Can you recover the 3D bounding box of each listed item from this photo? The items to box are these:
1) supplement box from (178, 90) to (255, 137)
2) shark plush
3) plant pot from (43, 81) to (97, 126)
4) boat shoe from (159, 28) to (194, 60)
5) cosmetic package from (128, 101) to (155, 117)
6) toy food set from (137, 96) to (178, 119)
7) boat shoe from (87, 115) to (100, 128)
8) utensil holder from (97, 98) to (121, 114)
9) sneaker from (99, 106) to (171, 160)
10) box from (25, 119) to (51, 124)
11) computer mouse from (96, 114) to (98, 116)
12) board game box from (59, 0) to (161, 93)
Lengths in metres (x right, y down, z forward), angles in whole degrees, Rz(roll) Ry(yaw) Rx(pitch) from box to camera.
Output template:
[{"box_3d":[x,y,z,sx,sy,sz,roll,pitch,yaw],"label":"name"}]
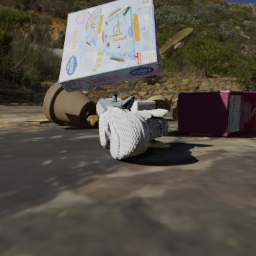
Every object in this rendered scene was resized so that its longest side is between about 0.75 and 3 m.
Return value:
[{"box_3d":[2.776,-0.485,8.428,1.550,1.222,2.367,5,8,43],"label":"supplement box"},{"box_3d":[-0.685,-1.118,13.435,1.220,1.119,2.686,-5,-5,-25],"label":"shark plush"},{"box_3d":[-2.034,-0.787,10.591,1.516,1.738,1.738,23,16,28],"label":"plant pot"},{"box_3d":[2.103,-3.553,11.847,0.524,1.666,0.608,43,14,-34],"label":"boat shoe"},{"box_3d":[0.606,-0.782,12.942,0.938,0.939,1.138,-2,6,-22],"label":"cosmetic package"},{"box_3d":[1.450,-1.049,14.018,2.131,1.471,0.428,0,42,-1],"label":"toy food set"},{"box_3d":[-0.651,-0.243,9.933,1.552,0.558,0.528,-14,17,-31],"label":"boat shoe"},{"box_3d":[-1.047,-1.204,16.631,1.125,1.125,1.324,4,10,38],"label":"utensil holder"},{"box_3d":[0.257,0.017,5.094,1.328,0.868,2.310,-4,3,-14],"label":"sneaker"},{"box_3d":[-3.786,-0.295,12.232,0.879,0.114,1.076,2,7,28],"label":"box"},{"box_3d":[-1.555,-0.733,15.196,2.471,0.420,0.724,1,5,8],"label":"computer mouse"},{"box_3d":[-0.450,-2.209,7.137,2.431,2.437,0.501,-8,-30,15],"label":"board game box"}]
